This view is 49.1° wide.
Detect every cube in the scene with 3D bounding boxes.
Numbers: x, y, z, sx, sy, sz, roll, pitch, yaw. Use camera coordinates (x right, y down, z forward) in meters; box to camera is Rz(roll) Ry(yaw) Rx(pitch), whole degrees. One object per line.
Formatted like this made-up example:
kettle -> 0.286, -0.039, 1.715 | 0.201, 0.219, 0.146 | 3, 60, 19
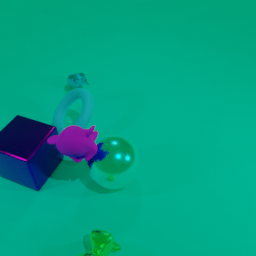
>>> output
cube -> -2.640, 0.639, 7.383 | 1.267, 1.267, 1.267 | 16, 47, 16

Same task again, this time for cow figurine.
cow figurine -> -0.683, 2.758, 5.602 | 0.731, 1.311, 1.333 | 9, 83, 19

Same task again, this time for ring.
ring -> -1.655, -0.423, 8.349 | 1.665, 0.333, 1.665 | -20, 56, 34

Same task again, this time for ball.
ball -> -0.362, 0.854, 7.109 | 1.375, 1.375, 1.375 | 0, 44, 0

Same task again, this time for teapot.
teapot -> -1.819, -1.705, 10.112 | 1.108, 0.543, 0.689 | 5, 26, 37

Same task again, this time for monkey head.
monkey head -> -1.117, 0.239, 6.394 | 1.395, 0.841, 1.004 | -13, 35, 31
